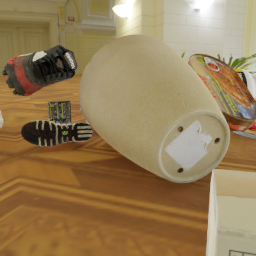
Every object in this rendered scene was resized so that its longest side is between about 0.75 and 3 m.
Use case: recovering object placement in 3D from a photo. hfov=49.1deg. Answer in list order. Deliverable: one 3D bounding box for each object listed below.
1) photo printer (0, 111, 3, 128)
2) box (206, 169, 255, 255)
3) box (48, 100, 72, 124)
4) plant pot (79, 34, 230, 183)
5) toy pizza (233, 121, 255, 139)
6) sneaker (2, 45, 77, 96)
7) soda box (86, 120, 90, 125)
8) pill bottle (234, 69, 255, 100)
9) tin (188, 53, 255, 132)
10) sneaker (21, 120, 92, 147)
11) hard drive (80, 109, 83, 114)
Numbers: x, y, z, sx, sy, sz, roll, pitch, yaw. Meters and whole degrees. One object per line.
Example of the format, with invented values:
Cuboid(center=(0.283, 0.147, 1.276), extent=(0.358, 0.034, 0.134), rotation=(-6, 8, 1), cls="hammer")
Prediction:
Cuboid(center=(-3.720, -0.004, 5.594), extent=(2.069, 0.719, 1.722), rotation=(-1, 18, 28), cls="photo printer")
Cuboid(center=(1.571, 0.926, 1.499), extent=(2.228, 1.058, 0.866), rotation=(5, 13, 14), cls="box")
Cuboid(center=(-1.894, -0.378, 7.785), extent=(0.604, 0.753, 0.167), rotation=(-7, 14, -27), cls="box")
Cuboid(center=(0.489, -0.224, 4.741), extent=(2.267, 2.267, 2.420), rotation=(-4, 27, -18), cls="plant pot")
Cuboid(center=(3.740, -0.046, 7.283), extent=(2.044, 0.324, 2.044), rotation=(0, 13, 0), cls="toy pizza")
Cuboid(center=(-2.024, -1.514, 7.007), extent=(1.314, 0.951, 2.691), rotation=(-16, 16, 13), cls="sneaker")
Cuboid(center=(-0.626, -0.261, 7.921), extent=(0.501, 0.466, 1.466), rotation=(-11, 17, -38), cls="soda box")
Cuboid(center=(3.033, -1.145, 9.201), extent=(2.837, 1.595, 1.595), rotation=(-1, 13, -2), cls="pill bottle")
Cuboid(center=(2.345, -0.995, 7.277), extent=(1.536, 0.574, 2.743), rotation=(12, 42, -19), cls="tin")
Cuboid(center=(-1.519, 0.166, 6.010), extent=(1.416, 0.536, 0.818), rotation=(3, -9, -16), cls="sneaker")
Cuboid(center=(-0.207, -0.702, 7.590), extent=(1.510, 0.305, 2.289), rotation=(19, 28, 2), cls="hard drive")
